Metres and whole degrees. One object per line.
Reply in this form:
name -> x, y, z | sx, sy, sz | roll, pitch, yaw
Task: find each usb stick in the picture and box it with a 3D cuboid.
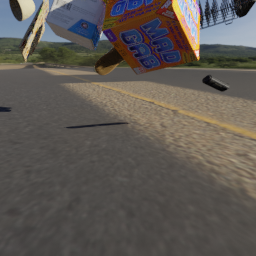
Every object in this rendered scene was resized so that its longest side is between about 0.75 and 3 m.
usb stick -> 2.658, -1.336, 8.436 | 1.237, 0.202, 0.343 | 10, -30, -45

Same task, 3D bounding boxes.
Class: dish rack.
dish rack -> 2.764, -3.861, 9.417 | 2.834, 0.773, 2.174 | -15, 3, 14

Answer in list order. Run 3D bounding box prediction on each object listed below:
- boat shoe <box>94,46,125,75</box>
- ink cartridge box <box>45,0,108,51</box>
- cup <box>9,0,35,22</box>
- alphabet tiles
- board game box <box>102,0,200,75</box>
boat shoe -> -0.371, -2.889, 10.810 | 2.318, 0.849, 0.726 | -35, 20, -9
ink cartridge box -> -1.110, -3.037, 7.062 | 1.191, 1.624, 1.186 | 22, 1, -3
cup -> -3.796, -4.414, 10.197 | 0.649, 0.907, 0.907 | -32, 31, -34
alphabet tiles -> -2.902, -3.004, 8.803 | 0.079, 1.748, 2.091 | 26, -7, -14
board game box -> 0.598, -2.426, 6.263 | 1.581, 1.580, 1.580 | -7, -30, 30
